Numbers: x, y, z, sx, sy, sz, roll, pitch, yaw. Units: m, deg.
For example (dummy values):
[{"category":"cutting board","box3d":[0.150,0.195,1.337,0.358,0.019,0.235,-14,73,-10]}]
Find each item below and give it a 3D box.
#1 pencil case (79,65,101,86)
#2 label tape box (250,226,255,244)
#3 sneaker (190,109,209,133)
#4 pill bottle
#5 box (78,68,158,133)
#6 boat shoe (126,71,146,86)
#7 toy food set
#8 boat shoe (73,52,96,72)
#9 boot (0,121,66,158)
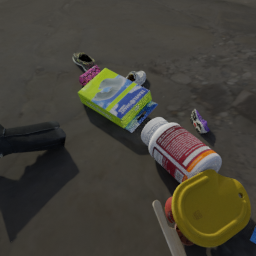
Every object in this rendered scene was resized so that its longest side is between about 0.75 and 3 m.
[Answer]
[{"category":"pencil case","box3d":[-1.591,-2.204,11.682,0.472,0.487,1.040,28,50,15]},{"category":"label tape box","box3d":[3.666,2.352,6.706,0.964,0.423,1.337,27,48,26]},{"category":"sneaker","box3d":[2.475,-0.213,9.657,0.431,0.416,1.032,2,49,-21]},{"category":"pill bottle","box3d":[1.415,0.650,7.962,1.248,1.248,2.209,-26,49,-26]},{"category":"box","box3d":[-0.395,-1.064,10.098,2.564,0.611,1.563,32,67,30]},{"category":"boat shoe","box3d":[0.230,-1.999,11.391,0.587,0.578,1.656,24,48,24]},{"category":"toy food set","box3d":[1.661,2.022,6.655,2.633,0.860,1.549,-18,67,-28]},{"category":"boat shoe","box3d":[-1.986,-3.084,12.627,0.628,0.526,1.758,-25,48,-25]},{"category":"boot","box3d":[-3.274,0.029,8.638,2.261,0.742,1.864,-14,57,-29]}]
